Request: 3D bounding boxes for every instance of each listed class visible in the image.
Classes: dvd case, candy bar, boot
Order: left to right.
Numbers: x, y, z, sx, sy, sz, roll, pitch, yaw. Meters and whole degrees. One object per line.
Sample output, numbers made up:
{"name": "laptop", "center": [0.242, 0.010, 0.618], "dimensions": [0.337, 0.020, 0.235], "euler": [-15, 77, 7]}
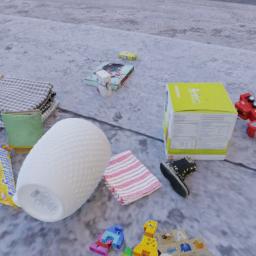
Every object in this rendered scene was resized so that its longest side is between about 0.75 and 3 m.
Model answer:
{"name": "candy bar", "center": [-3.854, 1.432, 8.739], "dimensions": [0.312, 0.703, 2.819], "euler": [-46, 42, 10]}
{"name": "dvd case", "center": [-0.932, -2.800, 14.716], "dimensions": [1.820, 0.274, 2.493], "euler": [13, 39, 17]}
{"name": "boot", "center": [1.779, 1.454, 8.781], "dimensions": [1.079, 0.516, 1.429], "euler": [-14, 39, -22]}

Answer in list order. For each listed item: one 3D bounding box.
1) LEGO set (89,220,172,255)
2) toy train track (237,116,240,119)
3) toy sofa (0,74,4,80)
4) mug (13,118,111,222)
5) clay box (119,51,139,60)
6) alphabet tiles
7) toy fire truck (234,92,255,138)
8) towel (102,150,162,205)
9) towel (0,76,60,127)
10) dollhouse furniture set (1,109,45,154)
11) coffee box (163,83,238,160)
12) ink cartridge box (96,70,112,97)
{"name": "LEGO set", "center": [0.251, 2.710, 6.737], "dimensions": [2.258, 0.861, 0.927], "euler": [13, 39, 19]}
{"name": "toy train track", "center": [4.396, -0.722, 11.962], "dimensions": [0.765, 0.217, 1.334], "euler": [10, 37, 13]}
{"name": "toy sofa", "center": [-6.481, -1.573, 12.355], "dimensions": [0.957, 1.127, 2.310], "euler": [18, 41, 22]}
{"name": "mug", "center": [-2.054, 1.327, 7.751], "dimensions": [2.794, 2.063, 2.450], "euler": [-28, 19, 27]}
{"name": "clay box", "center": [0.047, -4.333, 16.789], "dimensions": [1.081, 0.257, 0.621], "euler": [19, 40, 23]}
{"name": "alphabet tiles", "center": [1.196, 3.371, 6.563], "dimensions": [1.796, 0.068, 2.158], "euler": [-8, 37, -10]}
{"name": "toy fire truck", "center": [4.198, -0.573, 11.014], "dimensions": [1.842, 0.637, 2.612], "euler": [-18, 50, 2]}
{"name": "towel", "center": [-0.052, 1.475, 8.930], "dimensions": [1.449, 0.296, 1.980], "euler": [-20, 41, -26]}
{"name": "towel", "center": [-4.608, -1.063, 11.567], "dimensions": [2.865, 1.226, 2.373], "euler": [11, 39, 14]}
{"name": "dollhouse furniture set", "center": [-4.037, 0.444, 9.192], "dimensions": [2.486, 1.629, 1.248], "euler": [-4, 36, -5]}
{"name": "coffee box", "center": [2.347, -0.275, 9.823], "dimensions": [2.037, 2.014, 2.034], "euler": [1, 37, 1]}
{"name": "ink cartridge box", "center": [-1.134, -2.078, 13.101], "dimensions": [0.425, 1.025, 0.752], "euler": [-21, 41, -26]}
